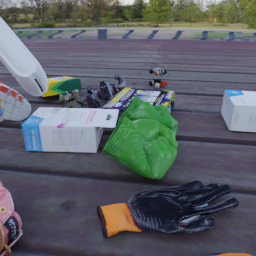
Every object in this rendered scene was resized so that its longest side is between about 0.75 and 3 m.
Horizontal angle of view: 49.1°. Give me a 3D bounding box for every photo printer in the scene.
[{"bbox_3d":[-2.541,-1.554,6.485,0.610,1.757,1.462,-39,-5,-12],"label":"photo printer"}]

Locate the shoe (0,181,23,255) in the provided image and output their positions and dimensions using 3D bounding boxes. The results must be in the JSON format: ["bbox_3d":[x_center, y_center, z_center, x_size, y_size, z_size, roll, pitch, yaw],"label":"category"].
[{"bbox_3d":[-2.055,1.629,3.815,1.266,0.994,2.783,-18,26,-28],"label":"shoe"}]

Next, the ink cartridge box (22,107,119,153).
[{"bbox_3d":[-1.449,0.028,7.637,2.347,0.796,1.351,1,24,3],"label":"ink cartridge box"}]

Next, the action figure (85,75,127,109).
[{"bbox_3d":[-0.843,-1.391,10.407,1.635,0.872,2.513,-26,14,12],"label":"action figure"}]

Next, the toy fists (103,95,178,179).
[{"bbox_3d":[0.500,0.120,6.761,1.489,1.004,2.921,34,24,-6],"label":"toy fists"}]

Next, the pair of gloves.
[{"bbox_3d":[1.068,1.777,4.294,2.656,0.369,2.981,-10,23,-18],"label":"pair of gloves"}]

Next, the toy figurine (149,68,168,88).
[{"bbox_3d":[1.342,-2.289,12.772,0.617,0.873,0.886,-15,27,-18],"label":"toy figurine"}]

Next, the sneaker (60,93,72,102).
[{"bbox_3d":[-2.453,-1.234,11.105,0.371,0.277,0.826,-5,21,1],"label":"sneaker"}]

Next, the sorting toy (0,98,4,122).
[{"bbox_3d":[-2.871,-0.444,6.011,0.135,0.680,0.920,-4,5,-5],"label":"sorting toy"}]

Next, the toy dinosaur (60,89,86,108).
[{"bbox_3d":[-1.873,-0.647,9.504,1.026,0.772,2.007,-7,28,18],"label":"toy dinosaur"}]

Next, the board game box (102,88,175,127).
[{"bbox_3d":[0.448,-0.693,9.444,1.944,0.667,2.352,5,25,17],"label":"board game box"}]

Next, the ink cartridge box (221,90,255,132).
[{"bbox_3d":[4.426,-0.504,8.711,2.645,0.890,1.537,4,25,6],"label":"ink cartridge box"}]

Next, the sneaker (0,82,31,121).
[{"bbox_3d":[-4.335,-1.191,8.898,2.671,1.029,1.094,31,11,-28],"label":"sneaker"}]

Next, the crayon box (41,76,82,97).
[{"bbox_3d":[-3.053,-1.771,11.679,1.620,0.547,1.877,-13,18,-29],"label":"crayon box"}]
